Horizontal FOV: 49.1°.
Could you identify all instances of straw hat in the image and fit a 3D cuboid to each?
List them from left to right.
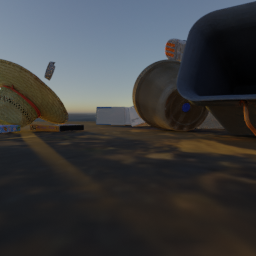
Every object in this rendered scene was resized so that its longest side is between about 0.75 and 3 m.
[{"bbox_3d":[-3.033,-0.541,7.530,2.668,1.129,2.668,25,-28,15],"label":"straw hat"}]

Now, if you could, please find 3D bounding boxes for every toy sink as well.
[{"bbox_3d":[2.999,-0.398,9.325,1.316,0.858,0.737,0,1,24],"label":"toy sink"}]

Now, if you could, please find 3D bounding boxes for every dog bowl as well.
[{"bbox_3d":[-3.672,-2.705,13.164,0.274,0.933,0.933,20,-7,-26],"label":"dog bowl"}]

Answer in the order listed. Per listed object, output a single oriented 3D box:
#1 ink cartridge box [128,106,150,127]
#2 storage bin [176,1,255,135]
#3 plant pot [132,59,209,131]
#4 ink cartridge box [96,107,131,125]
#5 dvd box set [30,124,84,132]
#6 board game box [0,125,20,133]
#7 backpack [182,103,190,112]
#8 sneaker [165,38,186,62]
[{"bbox_3d":[1.284,-0.673,12.373,1.554,0.905,2.147,-19,-10,38],"label":"ink cartridge box"},{"bbox_3d":[2.600,-0.664,4.597,2.945,2.143,1.978,1,-26,37],"label":"storage bin"},{"bbox_3d":[1.279,-0.746,7.525,2.038,2.038,1.768,0,18,-12],"label":"plant pot"},{"bbox_3d":[-0.446,-0.667,15.607,1.735,1.001,2.391,1,2,24],"label":"ink cartridge box"},{"bbox_3d":[-1.942,-0.012,7.662,1.215,0.179,0.889,2,2,35],"label":"dvd box set"},{"bbox_3d":[-3.121,0.021,6.666,0.693,0.168,0.916,0,2,9],"label":"board game box"},{"bbox_3d":[2.581,-1.287,10.885,2.051,2.524,2.118,2,2,34],"label":"backpack"},{"bbox_3d":[2.553,-2.521,9.372,1.476,1.022,2.635,-11,34,-28],"label":"sneaker"}]
